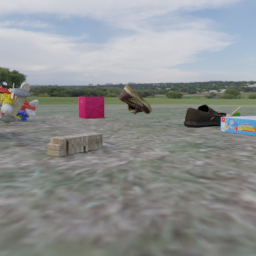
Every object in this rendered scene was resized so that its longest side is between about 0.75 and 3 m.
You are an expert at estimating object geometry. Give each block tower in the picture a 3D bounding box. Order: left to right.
[{"bbox_3d":[-1.006,0.308,5.648,0.357,0.333,1.233,5,9,36],"label":"block tower"}]

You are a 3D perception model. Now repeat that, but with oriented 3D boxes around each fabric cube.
[{"bbox_3d":[-2.010,-1.128,15.336,1.165,1.161,1.143,-3,8,-29],"label":"fabric cube"}]

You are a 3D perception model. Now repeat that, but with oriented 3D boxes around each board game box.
[{"bbox_3d":[4.087,-0.085,8.692,1.677,0.469,1.642,-2,6,-21],"label":"board game box"}]

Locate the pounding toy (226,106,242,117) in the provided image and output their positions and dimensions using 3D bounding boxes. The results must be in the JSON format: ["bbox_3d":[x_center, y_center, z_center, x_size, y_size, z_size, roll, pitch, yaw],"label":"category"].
[{"bbox_3d":[3.850,-0.240,10.088,0.733,0.441,0.949,-30,-30,-5],"label":"pounding toy"}]

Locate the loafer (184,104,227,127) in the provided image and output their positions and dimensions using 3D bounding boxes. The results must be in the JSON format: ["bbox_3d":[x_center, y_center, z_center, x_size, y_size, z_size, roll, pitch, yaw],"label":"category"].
[{"bbox_3d":[3.133,-0.502,10.883,2.339,0.834,0.854,-5,8,-39],"label":"loafer"}]

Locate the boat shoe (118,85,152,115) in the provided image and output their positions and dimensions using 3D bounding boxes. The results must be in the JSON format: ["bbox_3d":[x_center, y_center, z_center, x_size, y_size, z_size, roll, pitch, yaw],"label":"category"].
[{"bbox_3d":[0.261,-0.921,10.815,0.739,0.737,2.047,45,6,29],"label":"boat shoe"}]

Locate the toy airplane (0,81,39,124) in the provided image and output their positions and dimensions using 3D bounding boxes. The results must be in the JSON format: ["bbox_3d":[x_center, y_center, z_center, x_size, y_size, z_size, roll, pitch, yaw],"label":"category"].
[{"bbox_3d":[-4.287,-0.869,10.540,1.720,1.728,1.219,-5,36,7],"label":"toy airplane"}]

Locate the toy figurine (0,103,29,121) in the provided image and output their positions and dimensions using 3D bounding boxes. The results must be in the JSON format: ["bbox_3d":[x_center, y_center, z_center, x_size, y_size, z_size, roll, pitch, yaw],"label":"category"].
[{"bbox_3d":[-5.527,-0.625,12.954,2.778,1.465,1.664,7,-20,33],"label":"toy figurine"}]
